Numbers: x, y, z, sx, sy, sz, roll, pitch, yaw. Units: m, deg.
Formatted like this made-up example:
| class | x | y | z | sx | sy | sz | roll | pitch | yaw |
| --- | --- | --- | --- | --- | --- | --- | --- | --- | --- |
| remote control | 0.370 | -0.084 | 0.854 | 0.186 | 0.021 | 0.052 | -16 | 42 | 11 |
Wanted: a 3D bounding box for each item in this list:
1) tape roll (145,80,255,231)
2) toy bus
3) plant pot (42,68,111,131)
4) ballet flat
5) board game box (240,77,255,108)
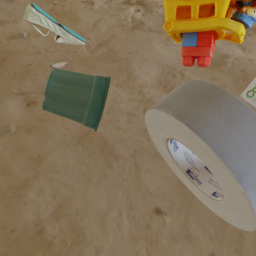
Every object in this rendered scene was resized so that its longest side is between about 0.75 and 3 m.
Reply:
| class | x | y | z | sx | sy | sz | roll | pitch | yaw |
| --- | --- | --- | --- | --- | --- | --- | --- | --- | --- |
| tape roll | 1.227 | 0.405 | 4.183 | 0.736 | 2.227 | 2.227 | -39 | 58 | -10 |
| toy bus | 2.168 | -2.776 | 6.809 | 2.699 | 1.831 | 2.591 | 3 | 92 | 21 |
| plant pot | -1.080 | -0.655 | 5.814 | 1.179 | 1.204 | 1.204 | 15 | 49 | -10 |
| ballet flat | -0.974 | -1.295 | 3.716 | 0.856 | 0.267 | 0.289 | 29 | 17 | -32 |
| board game box | 2.757 | -0.946 | 4.625 | 0.423 | 1.545 | 2.447 | 44 | 23 | 23 |
